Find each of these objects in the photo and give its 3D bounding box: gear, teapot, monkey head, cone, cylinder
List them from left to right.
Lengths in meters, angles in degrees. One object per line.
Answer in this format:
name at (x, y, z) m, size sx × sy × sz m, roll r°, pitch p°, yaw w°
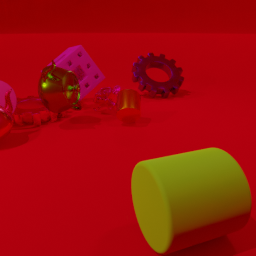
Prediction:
teapot at (-3.363, -0.201, 6.643) m, size 1.211 × 0.953 × 1.947 m, roll 7°, pitch 40°, yaw 32°
cone at (-3.509, -0.802, 7.939) m, size 1.080 × 1.080 × 1.085 m, roll -1°, pitch 8°, yaw -2°
gear at (-2.955, -0.589, 8.798) m, size 1.976 × 0.365 × 1.976 m, roll 0°, pitch 22°, yaw 0°
teapot at (-1.811, -1.093, 7.640) m, size 1.006 × 2.055 × 1.278 m, roll -2°, pitch 58°, yaw 18°
monkey head at (-0.669, -0.902, 9.026) m, size 1.177 × 0.847 × 0.709 m, roll -41°, pitch -9°, yaw 5°
cylinder at (0.019, -0.631, 8.051) m, size 0.709 × 0.709 × 0.709 m, roll 0°, pitch 55°, yaw 0°
gear at (1.188, -2.138, 11.235) m, size 2.070 × 0.383 × 2.070 m, roll 5°, pitch 58°, yaw -9°
cylinder at (0.774, 0.913, 3.695) m, size 1.145 × 1.145 × 1.145 m, roll -9°, pitch 22°, yaw -19°

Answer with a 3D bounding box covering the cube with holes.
cube with holes at (-1.919, -1.851, 9.701) m, size 1.352 × 1.352 × 1.352 m, roll -45°, pitch 27°, yaw -14°
